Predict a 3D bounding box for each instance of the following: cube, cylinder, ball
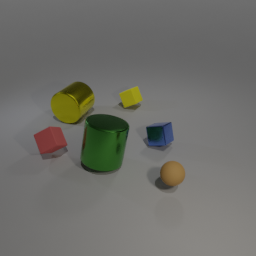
[{"bbox_3d":[1.154,0.209,10.059,0.700,0.700,0.700,-3,11,35],"label":"cube"},{"bbox_3d":[-0.752,0.438,8.977,1.400,1.400,1.400,10,22,-4],"label":"cylinder"},{"bbox_3d":[-2.611,0.412,9.476,0.700,0.700,0.700,-26,-9,14],"label":"cube"},{"bbox_3d":[1.246,1.270,7.833,0.700,0.700,0.700,0,30,0],"label":"ball"},{"bbox_3d":[-2.332,-1.108,11.954,1.400,1.400,1.400,10,31,17],"label":"cylinder"},{"bbox_3d":[0.141,-1.435,12.932,0.700,0.700,0.700,-16,11,33],"label":"cube"}]
